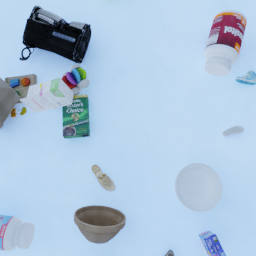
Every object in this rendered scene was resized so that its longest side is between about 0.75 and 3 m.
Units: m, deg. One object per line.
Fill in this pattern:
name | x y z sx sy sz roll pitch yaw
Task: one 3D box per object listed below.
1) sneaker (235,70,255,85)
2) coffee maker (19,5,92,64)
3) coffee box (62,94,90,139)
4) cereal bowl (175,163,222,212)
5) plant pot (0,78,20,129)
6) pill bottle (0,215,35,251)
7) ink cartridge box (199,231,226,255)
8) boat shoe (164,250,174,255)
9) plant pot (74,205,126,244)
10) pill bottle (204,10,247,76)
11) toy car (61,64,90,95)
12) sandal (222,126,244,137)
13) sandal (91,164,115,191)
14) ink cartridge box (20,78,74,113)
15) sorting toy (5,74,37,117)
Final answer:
sneaker | 4.767 -2.087 11.308 0.888 0.353 0.580 11 79 -7
coffee maker | -2.819 -3.408 11.179 2.271 1.529 2.181 22 114 6
coffee box | -2.020 -0.462 10.836 1.035 0.370 1.683 -4 71 1
cereal bowl | 2.490 2.147 10.149 1.693 0.705 1.693 0 77 0
plant pot | -4.947 -0.990 10.398 1.745 1.745 1.514 41 74 8
pill bottle | -4.369 3.570 9.609 2.069 1.125 1.125 6 77 1
ink cartridge box | 2.872 3.998 9.485 0.447 1.170 0.798 -23 78 -5
boat shoe | 1.381 4.609 9.814 0.286 0.281 0.767 32 100 -2
plant pot | -0.981 3.313 9.456 1.757 1.757 0.811 8 95 2
pill bottle | 3.797 -3.311 11.087 1.320 1.320 2.337 17 79 4
toy car | -2.147 -1.879 10.867 1.156 0.867 1.012 -34 78 25
sandal | 4.072 0.133 10.883 0.841 0.207 0.342 -14 62 10
sandal | -0.950 1.857 10.370 0.449 0.403 1.225 -39 80 -8
ink cartridge box | -3.045 -1.194 10.507 1.710 1.001 0.576 -11 56 19
sorting toy | -4.275 -1.314 11.177 1.271 0.228 1.705 -6 77 -1
